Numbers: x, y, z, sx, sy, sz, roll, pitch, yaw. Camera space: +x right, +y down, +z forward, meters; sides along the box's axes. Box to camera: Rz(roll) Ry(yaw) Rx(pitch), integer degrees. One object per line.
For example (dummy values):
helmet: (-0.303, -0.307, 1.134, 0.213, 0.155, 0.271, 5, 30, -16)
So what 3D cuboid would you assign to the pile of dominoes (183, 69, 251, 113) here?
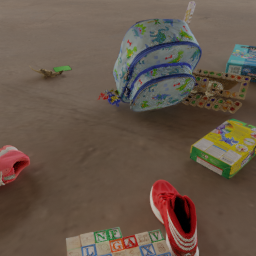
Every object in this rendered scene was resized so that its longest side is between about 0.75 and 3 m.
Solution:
pile of dominoes: (3.003, -1.358, 9.589, 2.018, 0.321, 1.573, 14, 67, 21)

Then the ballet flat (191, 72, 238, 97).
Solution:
ballet flat: (2.719, -1.622, 10.384, 2.489, 0.844, 0.900, 14, 55, 18)

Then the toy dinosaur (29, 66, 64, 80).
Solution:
toy dinosaur: (-3.509, -2.326, 11.873, 1.524, 0.444, 0.771, 6, 17, -4)

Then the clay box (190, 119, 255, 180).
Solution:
clay box: (2.689, 0.445, 7.321, 1.998, 0.476, 1.148, -27, 41, -35)

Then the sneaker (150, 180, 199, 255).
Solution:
sneaker: (0.902, 1.402, 5.244, 0.743, 1.096, 1.897, -7, 33, -11)

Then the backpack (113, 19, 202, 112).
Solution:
backpack: (0.980, -1.876, 8.813, 2.501, 2.733, 2.008, -10, 63, -17)

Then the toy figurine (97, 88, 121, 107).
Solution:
toy figurine: (-0.484, -0.974, 9.761, 1.052, 0.555, 0.630, -19, 69, -48)

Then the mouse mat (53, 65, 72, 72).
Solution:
mouse mat: (-2.968, -2.681, 12.661, 0.756, 0.028, 0.608, -13, 35, -21)

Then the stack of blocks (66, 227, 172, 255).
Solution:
stack of blocks: (-0.156, 2.168, 4.622, 1.609, 0.471, 0.927, -8, 33, -12)

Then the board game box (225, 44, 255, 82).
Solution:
board game box: (5.627, -2.857, 12.310, 2.187, 0.680, 2.896, 14, 35, 21)

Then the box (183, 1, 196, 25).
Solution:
box: (2.263, -4.228, 10.335, 0.207, 0.194, 1.001, 6, 68, 38)

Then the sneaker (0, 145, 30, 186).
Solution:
sneaker: (-2.970, 1.020, 6.243, 0.798, 0.678, 1.840, 15, 35, 21)
